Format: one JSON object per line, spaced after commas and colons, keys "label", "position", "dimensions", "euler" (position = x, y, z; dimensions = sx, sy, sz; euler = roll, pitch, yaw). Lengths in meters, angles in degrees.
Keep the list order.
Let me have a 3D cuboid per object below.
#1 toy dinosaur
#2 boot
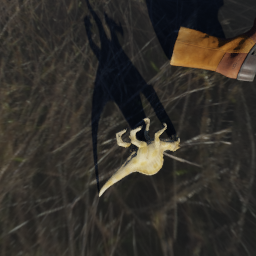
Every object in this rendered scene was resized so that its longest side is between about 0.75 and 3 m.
{"label": "toy dinosaur", "position": [0.309, 0.649, 7.290], "dimensions": [2.796, 0.814, 1.414], "euler": [-29, 102, -19]}
{"label": "boot", "position": [3.100, -2.963, 9.474], "dimensions": [2.792, 0.956, 2.628], "euler": [18, 81, 19]}
